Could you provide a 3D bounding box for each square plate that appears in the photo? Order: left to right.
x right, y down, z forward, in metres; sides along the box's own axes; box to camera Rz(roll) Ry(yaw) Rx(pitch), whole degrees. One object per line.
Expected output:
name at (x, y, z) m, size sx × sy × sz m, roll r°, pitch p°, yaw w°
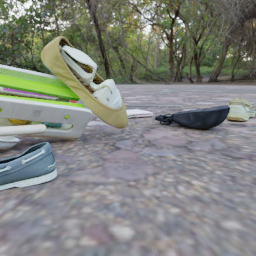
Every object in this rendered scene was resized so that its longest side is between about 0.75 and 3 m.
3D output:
square plate at (-3.840, 0.110, 5.737) m, size 2.541 × 0.361 × 2.517 m, roll 4°, pitch 8°, yaw -36°

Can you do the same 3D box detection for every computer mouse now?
computer mouse at (2.016, -0.253, 8.243) m, size 1.551 × 0.590 × 2.239 m, roll -9°, pitch 2°, yaw -32°

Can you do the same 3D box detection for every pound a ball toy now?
pound a ball toy at (-2.223, -0.151, 5.540) m, size 2.957 × 1.256 × 1.928 m, roll 4°, pitch 43°, yaw -40°

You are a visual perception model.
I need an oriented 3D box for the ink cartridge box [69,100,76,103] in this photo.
ink cartridge box at (-2.591, -1.089, 11.080) m, size 0.611 × 1.056 × 1.817 m, roll -9°, pitch 14°, yaw -41°

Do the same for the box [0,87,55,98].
box at (-4.207, -1.036, 10.552) m, size 2.378 × 1.150 × 2.092 m, roll 10°, pitch 14°, yaw 39°

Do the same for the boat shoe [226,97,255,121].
boat shoe at (4.099, -0.752, 10.082) m, size 0.890 × 0.761 × 2.429 m, roll 5°, pitch 12°, yaw 25°

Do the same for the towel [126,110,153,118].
towel at (0.186, -0.534, 10.511) m, size 1.136 × 0.192 × 1.190 m, roll -6°, pitch 12°, yaw -24°

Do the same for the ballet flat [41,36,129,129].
ballet flat at (-0.808, -0.981, 6.316) m, size 0.815 × 2.586 × 0.888 m, roll -37°, pitch 20°, yaw 40°

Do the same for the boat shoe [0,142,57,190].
boat shoe at (-1.847, 0.545, 3.746) m, size 1.778 × 0.549 × 0.648 m, roll -7°, pitch 13°, yaw -32°
